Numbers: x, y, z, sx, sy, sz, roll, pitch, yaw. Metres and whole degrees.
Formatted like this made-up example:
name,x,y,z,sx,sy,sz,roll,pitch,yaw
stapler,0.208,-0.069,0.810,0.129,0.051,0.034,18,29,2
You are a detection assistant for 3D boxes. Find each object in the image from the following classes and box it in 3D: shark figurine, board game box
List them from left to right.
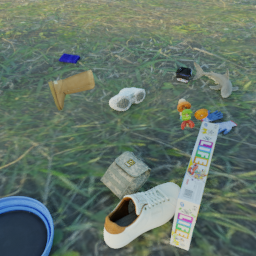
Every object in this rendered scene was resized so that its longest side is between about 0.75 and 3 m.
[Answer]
name,x,y,z,sx,sy,sz,roll,pitch,yaw
board game box,1.836,1.448,7.554,0.496,1.950,2.900,14,42,17
shark figurine,4.220,-2.396,12.982,1.456,1.017,2.437,-17,44,-22

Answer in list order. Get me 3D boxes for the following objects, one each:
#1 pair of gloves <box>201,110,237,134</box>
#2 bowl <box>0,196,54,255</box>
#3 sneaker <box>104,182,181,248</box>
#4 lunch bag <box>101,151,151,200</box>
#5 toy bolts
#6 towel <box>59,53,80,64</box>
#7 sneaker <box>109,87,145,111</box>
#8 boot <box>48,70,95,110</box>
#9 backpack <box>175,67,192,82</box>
name,x,y,z,sx,sy,sz,roll,pitch,yaw
pair of gloves,3.507,-0.246,11.018,1.105,0.157,1.375,-20,44,-25
bowl,-3.073,2.840,7.033,2.423,0.476,2.423,0,40,0
sneaker,0.523,2.083,7.461,2.639,1.117,0.961,-28,46,-32
lunch bag,-0.029,1.369,8.213,1.005,0.720,1.225,36,89,39
toy bolts,1.942,-0.487,8.766,0.898,0.940,0.652,-6,55,-7
towel,-3.174,-3.788,15.207,0.993,0.246,0.733,9,40,10
sneaker,-0.170,-1.281,11.946,1.840,0.717,0.914,-22,37,-37
boot,-1.873,-1.279,9.756,1.499,1.313,0.496,-17,54,-10
backpack,2.727,-2.596,13.498,0.788,0.607,0.750,21,52,14
